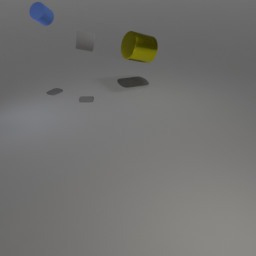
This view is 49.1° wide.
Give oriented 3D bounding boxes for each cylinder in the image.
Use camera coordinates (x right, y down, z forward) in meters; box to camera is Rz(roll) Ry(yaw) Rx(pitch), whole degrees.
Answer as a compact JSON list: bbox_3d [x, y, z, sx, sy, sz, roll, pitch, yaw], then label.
[{"bbox_3d":[-3.447,-4.556,11.212,0.700,0.700,0.700,9,2,16],"label":"cylinder"},{"bbox_3d":[0.571,-4.130,14.396,1.400,1.400,1.400,1,24,-34],"label":"cylinder"},{"bbox_3d":[-1.723,-3.468,11.201,0.700,0.700,0.700,6,28,-14],"label":"cylinder"}]
